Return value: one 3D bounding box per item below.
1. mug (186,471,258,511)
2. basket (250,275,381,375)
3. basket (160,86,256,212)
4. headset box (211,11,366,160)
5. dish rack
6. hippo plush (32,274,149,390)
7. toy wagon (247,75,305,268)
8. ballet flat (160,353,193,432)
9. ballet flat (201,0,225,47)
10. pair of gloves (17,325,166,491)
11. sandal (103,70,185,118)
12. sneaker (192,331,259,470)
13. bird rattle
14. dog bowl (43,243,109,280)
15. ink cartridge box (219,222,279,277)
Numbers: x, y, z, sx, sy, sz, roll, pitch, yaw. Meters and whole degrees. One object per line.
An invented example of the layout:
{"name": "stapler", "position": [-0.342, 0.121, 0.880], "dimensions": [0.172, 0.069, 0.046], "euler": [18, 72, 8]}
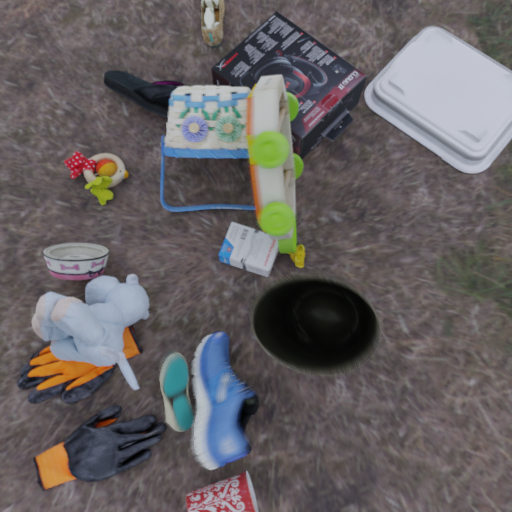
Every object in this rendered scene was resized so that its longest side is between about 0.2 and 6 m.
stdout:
{"name": "mug", "position": [-0.558, 4.308, 9.516], "dimensions": [1.101, 0.734, 0.977], "euler": [-15, 69, -2]}
{"name": "basket", "position": [1.162, 1.071, 9.699], "dimensions": [2.029, 2.250, 1.530], "euler": [8, 92, 14]}
{"name": "basket", "position": [-0.908, -2.114, 11.270], "dimensions": [2.199, 1.735, 2.494], "euler": [-3, 115, -2]}
{"name": "headset box", "position": [0.793, -3.595, 12.178], "dimensions": [2.877, 1.079, 2.138], "euler": [40, 75, 13]}
{"name": "dish rack", "position": [4.366, -3.649, 12.430], "dimensions": [3.241, 0.705, 2.781], "euler": [38, 75, 14]}
{"name": "hippo plush", "position": [-2.766, 0.972, 10.114], "dimensions": [2.154, 1.716, 1.732], "euler": [12, 47, 24]}
{"name": "toy wagon", "position": [0.426, -1.380, 10.296], "dimensions": [0.702, 3.548, 2.753], "euler": [-2, 29, 10]}
{"name": "ballet flat", "position": [-1.441, 2.317, 9.683], "dimensions": [0.547, 0.547, 1.575], "euler": [-4, 111, -1]}
{"name": "ballet flat", "position": [-1.047, -5.763, 13.241], "dimensions": [0.594, 0.550, 1.686], "euler": [-10, 68, 7]}
{"name": "pair of gloves", "position": [-3.060, 2.719, 10.292], "dimensions": [2.409, 0.334, 2.704], "euler": [-19, 72, -7]}
{"name": "sandal", "position": [-2.125, -3.560, 12.173], "dimensions": [2.701, 0.646, 1.015], "euler": [26, 33, 10]}
{"name": "sneaker", "position": [-0.469, 2.429, 9.817], "dimensions": [1.082, 0.953, 2.427], "euler": [-14, 54, 10]}
{"name": "bird rattle", "position": [-3.336, -1.761, 11.890], "dimensions": [1.078, 0.745, 1.322], "euler": [-31, 59, -22]}
{"name": "dog bowl", "position": [-3.473, 0.112, 10.845], "dimensions": [1.214, 1.214, 0.448], "euler": [4, 106, 1]}
{"name": "ink cartridge box", "position": [-0.120, -0.120, 11.251], "dimensions": [1.065, 0.449, 0.777], "euler": [19, 70, 6]}
